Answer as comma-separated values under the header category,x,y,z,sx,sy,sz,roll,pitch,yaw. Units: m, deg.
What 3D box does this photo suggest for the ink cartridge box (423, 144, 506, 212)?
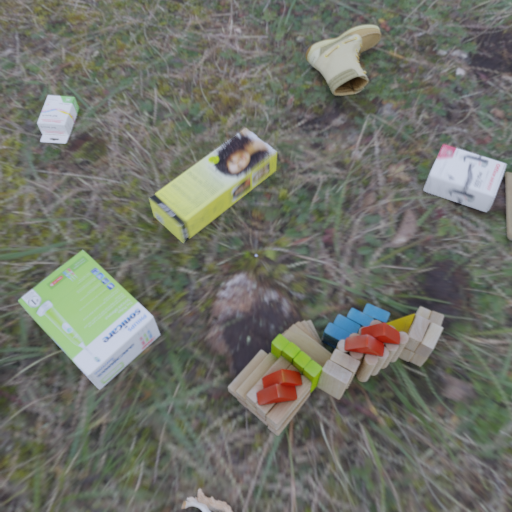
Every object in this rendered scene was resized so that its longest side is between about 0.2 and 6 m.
category,x,y,z,sx,sy,sz,roll,pitch,yaw
ink cartridge box,3.710,-1.385,9.952,1.166,0.494,0.849,23,62,15

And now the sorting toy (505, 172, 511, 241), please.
category,x,y,z,sx,sy,sz,roll,pitch,yaw
sorting toy,5.425,-0.778,9.746,2.064,0.276,1.538,8,60,5

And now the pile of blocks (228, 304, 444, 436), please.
category,x,y,z,sx,sy,sz,roll,pitch,yaw
pile of blocks,1.215,1.282,8.099,3.391,1.054,1.392,-22,62,-13

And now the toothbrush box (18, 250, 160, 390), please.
category,x,y,z,sx,sy,sz,roll,pitch,yaw
toothbrush box,-2.504,0.941,8.480,1.692,0.729,1.232,38,67,21

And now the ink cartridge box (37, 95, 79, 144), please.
category,x,y,z,sx,sy,sz,roll,pitch,yaw
ink cartridge box,-3.839,-2.636,10.804,0.559,0.321,0.955,4,60,2

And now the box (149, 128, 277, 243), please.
category,x,y,z,sx,sy,sz,roll,pitch,yaw
box,-0.716,-1.276,9.870,0.863,0.575,2.293,40,68,21

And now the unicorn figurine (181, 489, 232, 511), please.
category,x,y,z,sx,sy,sz,roll,pitch,yaw
unicorn figurine,-0.649,3.686,6.995,0.943,0.507,1.373,23,56,1

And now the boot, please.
category,x,y,z,sx,sy,sz,roll,pitch,yaw
boot,2.022,-3.975,11.420,1.668,0.607,1.296,-22,62,-11
